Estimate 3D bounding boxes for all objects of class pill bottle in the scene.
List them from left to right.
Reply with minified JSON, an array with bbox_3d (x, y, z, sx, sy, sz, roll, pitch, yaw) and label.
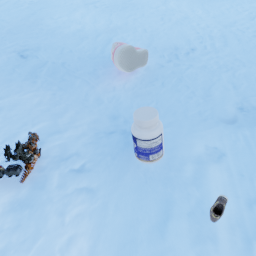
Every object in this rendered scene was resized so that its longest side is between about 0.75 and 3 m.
[{"bbox_3d":[0.527,0.180,7.482,0.853,1.426,0.853,-5,38,4],"label":"pill bottle"}]

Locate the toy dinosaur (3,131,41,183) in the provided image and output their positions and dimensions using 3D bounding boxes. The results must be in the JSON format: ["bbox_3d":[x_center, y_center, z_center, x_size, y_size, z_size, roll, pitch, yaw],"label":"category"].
[{"bbox_3d":[-2.658,0.710,7.359,0.697,0.927,1.365,-35,52,20],"label":"toy dinosaur"}]

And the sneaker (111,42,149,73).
[{"bbox_3d":[-0.280,-2.800,10.895,1.399,1.007,2.676,17,20,20],"label":"sneaker"}]

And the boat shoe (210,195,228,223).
[{"bbox_3d":[1.885,1.748,5.908,0.285,0.794,0.236,25,39,20],"label":"boat shoe"}]

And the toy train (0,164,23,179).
[{"bbox_3d":[-3.299,1.090,7.056,1.553,0.265,0.356,-8,36,20],"label":"toy train"}]
